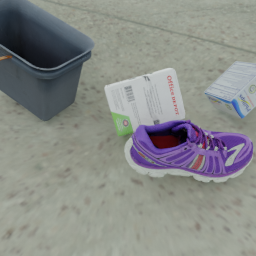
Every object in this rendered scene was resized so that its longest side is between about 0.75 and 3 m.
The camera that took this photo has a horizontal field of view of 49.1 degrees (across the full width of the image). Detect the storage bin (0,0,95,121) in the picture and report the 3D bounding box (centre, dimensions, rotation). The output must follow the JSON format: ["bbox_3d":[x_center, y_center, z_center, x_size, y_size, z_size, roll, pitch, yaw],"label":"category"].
[{"bbox_3d":[-2.505,-1.536,6.837,2.886,1.938,2.100,33,48,15],"label":"storage bin"}]

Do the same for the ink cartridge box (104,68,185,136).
[{"bbox_3d":[0.383,-0.616,6.499,1.605,1.167,0.674,-15,14,1],"label":"ink cartridge box"}]

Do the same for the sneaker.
[{"bbox_3d":[1.333,0.389,5.466,2.734,1.141,1.102,0,54,-16],"label":"sneaker"}]

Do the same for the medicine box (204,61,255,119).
[{"bbox_3d":[2.710,-0.967,6.824,1.211,0.623,1.103,-44,25,0],"label":"medicine box"}]
